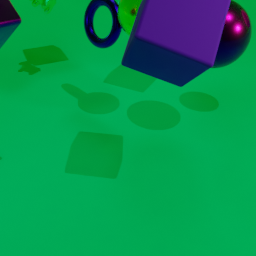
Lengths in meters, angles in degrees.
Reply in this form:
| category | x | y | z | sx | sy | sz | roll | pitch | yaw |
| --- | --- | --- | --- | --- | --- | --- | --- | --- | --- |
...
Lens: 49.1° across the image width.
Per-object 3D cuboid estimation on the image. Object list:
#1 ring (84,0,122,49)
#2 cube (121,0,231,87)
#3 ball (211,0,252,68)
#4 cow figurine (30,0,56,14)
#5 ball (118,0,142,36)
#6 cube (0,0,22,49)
| category | x | y | z | sx | sy | sz | roll | pitch | yaw |
| --- | --- | --- | --- | --- | --- | --- | --- | --- | --- |
| ring | -0.638 | -2.629 | 6.973 | 1.255 | 1.255 | 0.251 | 29 | 30 | 31 |
| cube | 0.638 | -1.389 | 4.087 | 1.086 | 1.086 | 1.086 | 19 | 81 | -8 |
| ball | 1.839 | -1.963 | 5.879 | 1.395 | 1.395 | 1.395 | 0 | 39 | 0 |
| cow figurine | -2.414 | -3.929 | 8.062 | 1.028 | 0.564 | 1.011 | 32 | 81 | 7 |
| ball | 0.361 | -2.517 | 6.108 | 1.173 | 1.173 | 1.173 | 0 | 39 | 0 |
| cube | -2.464 | -1.480 | 3.569 | 1.280 | 1.280 | 1.280 | -24 | 12 | 41 |
